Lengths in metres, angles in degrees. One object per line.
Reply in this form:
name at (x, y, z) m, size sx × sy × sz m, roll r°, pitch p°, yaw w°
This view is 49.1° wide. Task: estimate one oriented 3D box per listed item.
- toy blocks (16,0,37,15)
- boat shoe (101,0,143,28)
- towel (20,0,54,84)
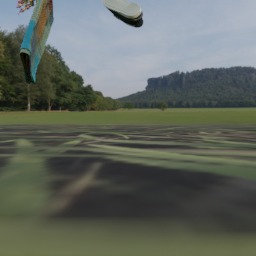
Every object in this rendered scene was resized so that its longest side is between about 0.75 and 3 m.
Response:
toy blocks at (-3.486, -4.244, 9.437) m, size 0.818 × 0.689 × 0.765 m, roll 39°, pitch -23°, yaw 12°
boat shoe at (-0.207, -3.799, 9.025) m, size 0.730 × 1.930 × 0.582 m, roll -36°, pitch -36°, yaw -4°
towel at (-2.968, -3.217, 9.429) m, size 0.325 × 2.997 × 2.198 m, roll 14°, pitch -20°, yaw -10°
